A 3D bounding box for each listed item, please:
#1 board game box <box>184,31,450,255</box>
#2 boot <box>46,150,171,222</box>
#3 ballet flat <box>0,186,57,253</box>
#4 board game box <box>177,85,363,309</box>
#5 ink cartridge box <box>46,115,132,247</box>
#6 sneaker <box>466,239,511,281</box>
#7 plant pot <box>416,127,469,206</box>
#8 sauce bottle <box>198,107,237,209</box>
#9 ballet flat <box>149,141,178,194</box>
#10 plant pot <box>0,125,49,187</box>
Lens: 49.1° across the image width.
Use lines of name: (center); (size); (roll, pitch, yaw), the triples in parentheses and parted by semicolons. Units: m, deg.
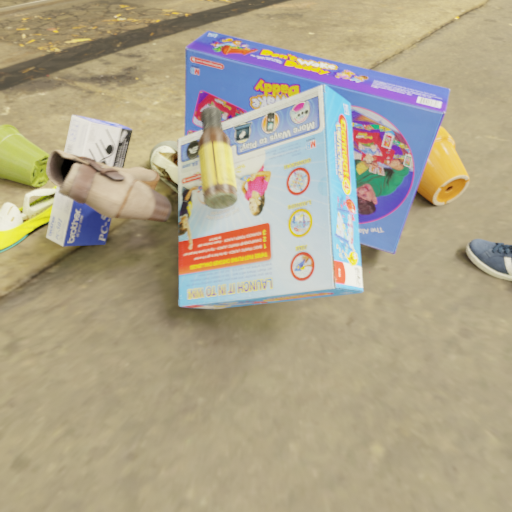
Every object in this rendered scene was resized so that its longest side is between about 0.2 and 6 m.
board game box: (0.865, -2.061, 10.406); (4.452, 2.993, 0.997); (18, 42, 11)
boot: (-2.623, -1.300, 9.636); (1.912, 0.918, 2.615); (19, 8, -34)
ballet flat: (-4.914, -0.873, 11.866); (0.786, 0.789, 2.353); (28, 45, 29)
board game box: (0.091, -0.764, 9.021); (3.069, 3.005, 0.858); (-9, -13, 37)
ink cartridge box: (-3.245, -1.419, 10.926); (0.538, 2.432, 1.143); (24, 14, 27)
sneaker: (5.182, 0.017, 10.526); (2.376, 1.004, 0.891); (27, 45, 31)
plant pot: (4.100, -1.974, 12.898); (1.519, 1.519, 1.391); (-15, 55, -19)
sauce bottle: (-0.608, -1.519, 8.518); (0.528, 0.528, 1.632); (-4, 66, -5)
ballet flat: (-1.882, -2.071, 13.141); (2.952, 0.995, 0.940); (39, 14, 37)
plant pot: (-5.630, -2.275, 13.466); (1.300, 1.369, 1.369); (24, 42, 11)
